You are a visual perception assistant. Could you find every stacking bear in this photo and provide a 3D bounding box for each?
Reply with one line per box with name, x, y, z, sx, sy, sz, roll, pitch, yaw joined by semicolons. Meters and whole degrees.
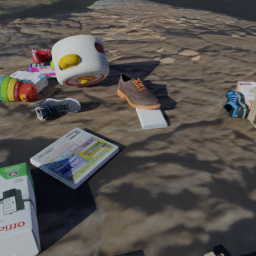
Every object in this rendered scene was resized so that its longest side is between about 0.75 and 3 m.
stacking bear;-4.621;-1.511;11.204;1.918;1.165;1.091;9;38;-2

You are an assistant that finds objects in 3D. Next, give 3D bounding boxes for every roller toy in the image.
roller toy;-1.905;-2.630;11.467;2.166;1.659;2.374;-11;-5;-24

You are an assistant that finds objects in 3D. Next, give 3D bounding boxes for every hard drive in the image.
hard drive;0.848;-0.431;10.364;0.867;0.173;1.315;-6;36;-8

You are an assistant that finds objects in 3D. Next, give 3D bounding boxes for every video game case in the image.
video game case;-1.601;0.827;8.593;1.829;0.222;2.009;22;41;28

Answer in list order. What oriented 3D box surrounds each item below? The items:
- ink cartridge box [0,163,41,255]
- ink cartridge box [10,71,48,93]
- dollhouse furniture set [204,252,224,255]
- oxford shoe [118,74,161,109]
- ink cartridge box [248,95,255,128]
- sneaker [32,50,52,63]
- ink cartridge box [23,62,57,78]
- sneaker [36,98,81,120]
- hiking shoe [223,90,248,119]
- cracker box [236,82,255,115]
ink cartridge box;-2.957;1.956;6.446;1.574;0.892;2.147;-12;38;-17
ink cartridge box;-4.408;-2.032;12.279;1.486;0.504;0.862;12;38;16
dollhouse furniture set;2.224;2.750;5.656;0.997;0.554;0.881;-13;38;-17
oxford shoe;0.353;-1.431;10.903;0.898;0.915;2.524;-19;34;-31
ink cartridge box;5.367;-0.818;9.719;1.885;1.553;0.708;-4;36;-6
sneaker;-4.403;-3.713;14.468;1.019;0.691;1.765;-13;39;-15
ink cartridge box;-3.996;-2.759;13.405;2.344;0.435;1.110;-10;37;-9
sneaker;-2.614;-0.667;10.239;1.556;0.592;1.124;2;24;18
hiking shoe;3.986;-0.982;10.743;0.715;0.614;1.650;0;36;-2
cracker box;5.175;-1.199;11.111;1.231;0.530;1.838;1;35;2
